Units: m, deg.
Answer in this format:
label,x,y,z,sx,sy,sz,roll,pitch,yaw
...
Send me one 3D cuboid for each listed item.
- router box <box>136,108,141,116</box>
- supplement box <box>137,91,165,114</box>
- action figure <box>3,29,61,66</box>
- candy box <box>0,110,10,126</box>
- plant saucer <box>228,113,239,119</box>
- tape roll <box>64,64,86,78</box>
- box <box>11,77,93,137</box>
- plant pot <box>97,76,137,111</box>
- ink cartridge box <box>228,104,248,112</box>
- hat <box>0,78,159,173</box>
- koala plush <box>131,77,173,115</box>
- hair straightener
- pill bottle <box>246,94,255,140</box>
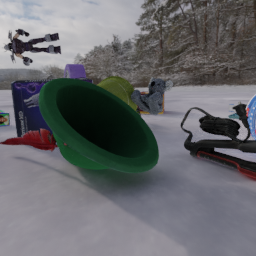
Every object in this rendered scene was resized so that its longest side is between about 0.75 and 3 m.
label,x,y,z,sx,sy,sz,roll,pitch,yaw
router box,-0.082,-0.479,10.088,0.808,0.335,1.078,-21,14,-12
supplement box,1.186,-1.295,13.945,1.268,1.000,1.937,1,9,9
action figure,-4.561,-3.850,13.257,2.672,1.738,0.927,-7,14,-11
candy box,-4.816,-0.322,9.521,1.233,0.475,1.042,-9,14,-39
plant saucer,4.655,-0.522,11.927,0.465,0.126,1.331,6,12,33
tape roll,-4.388,-3.755,23.030,1.264,2.975,2.975,-4,10,-23
box,-1.910,-0.536,7.316,1.978,1.464,1.032,-7,14,-16
plant pot,-0.770,-0.775,8.749,1.652,1.652,1.569,4,12,26
ink cartridge box,5.678,-1.027,14.208,0.916,0.386,0.662,-5,10,-28
hat,-0.957,0.539,4.909,2.057,2.186,2.483,19,29,-30
koala plush,0.844,-1.108,8.942,1.002,1.130,1.038,12,-21,36
hair straightener,1.848,0.123,4.628,0.610,1.148,2.984,-4,10,-24
pill bottle,3.204,-0.183,5.738,1.425,1.425,2.540,2,8,15
